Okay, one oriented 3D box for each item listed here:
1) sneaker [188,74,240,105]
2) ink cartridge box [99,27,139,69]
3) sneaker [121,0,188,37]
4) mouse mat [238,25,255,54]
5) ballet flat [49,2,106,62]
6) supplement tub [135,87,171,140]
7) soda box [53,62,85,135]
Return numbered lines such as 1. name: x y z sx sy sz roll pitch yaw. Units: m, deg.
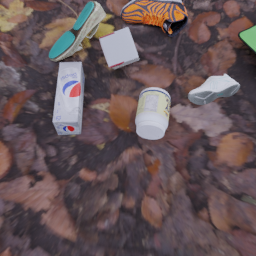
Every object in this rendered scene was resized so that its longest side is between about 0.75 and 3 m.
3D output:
1. sneaker: 2.222 -1.051 7.535 1.498 0.527 0.600 -16 54 -17
2. ink cartridge box: -0.202 -2.099 7.534 0.810 1.115 0.806 -19 97 6
3. sneaker: 0.888 -3.428 8.689 2.109 0.818 1.182 -11 59 -6
4. mouse mat: 4.624 -2.447 7.779 2.532 0.095 2.037 -27 63 -11
5. ballet flat: -1.424 -2.665 8.184 2.139 0.667 0.721 -46 51 12
6. supplement tub: 0.590 -0.341 6.658 0.773 0.773 1.066 8 59 5
7. soda box: -1.499 -0.798 7.258 0.608 0.654 1.916 -1 59 -1
